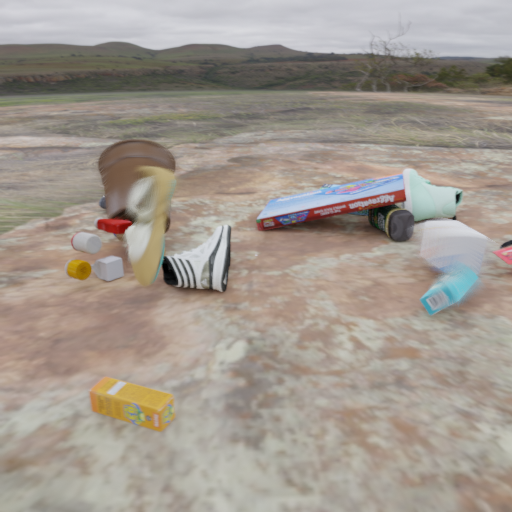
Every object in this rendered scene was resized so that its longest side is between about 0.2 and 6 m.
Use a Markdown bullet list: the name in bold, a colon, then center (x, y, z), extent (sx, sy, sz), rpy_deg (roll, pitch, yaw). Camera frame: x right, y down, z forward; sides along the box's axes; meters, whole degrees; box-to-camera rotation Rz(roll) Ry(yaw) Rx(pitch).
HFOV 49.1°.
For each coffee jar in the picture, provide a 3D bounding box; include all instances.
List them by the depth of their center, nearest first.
- **coffee jar**: center (3.054, -0.832, 12.700), extent (0.584, 0.714, 1.369), rpy_deg (-7, 21, -12)

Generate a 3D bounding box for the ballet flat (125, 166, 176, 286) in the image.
- **ballet flat**: center (-1.839, -0.534, 9.216), extent (0.694, 2.023, 0.638), rpy_deg (-11, -26, 42)

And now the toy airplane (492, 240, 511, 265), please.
- **toy airplane**: center (5.773, 0.134, 10.557), extent (2.480, 0.456, 2.480), rpy_deg (1, 21, 0)

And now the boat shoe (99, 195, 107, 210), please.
- **boat shoe**: center (-3.497, -1.648, 14.959), extent (0.648, 0.685, 1.911), rpy_deg (8, 30, 17)

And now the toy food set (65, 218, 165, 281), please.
- **toy food set**: center (-2.827, -0.174, 10.652), extent (0.933, 0.990, 2.073), rpy_deg (11, 22, 39)

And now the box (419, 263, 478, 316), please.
- **box**: center (3.190, 0.533, 9.232), extent (0.540, 0.323, 1.312), rpy_deg (-38, -8, 36)

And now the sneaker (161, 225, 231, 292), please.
- **sneaker**: center (-1.114, -0.051, 10.520), extent (1.254, 0.822, 2.179), rpy_deg (2, 23, 0)

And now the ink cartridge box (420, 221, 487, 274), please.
- **ink cartridge box**: center (3.615, -0.173, 10.357), extent (0.707, 0.720, 0.978), rpy_deg (0, 20, -13)

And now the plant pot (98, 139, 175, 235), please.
- **plant pot**: center (-2.491, -1.290, 11.803), extent (1.661, 1.661, 1.644), rpy_deg (-3, 57, -9)

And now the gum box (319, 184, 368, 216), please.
- **gum box**: center (2.490, -1.505, 14.865), extent (1.755, 0.391, 1.491), rpy_deg (7, 22, 19)

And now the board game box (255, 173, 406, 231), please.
- **board game box**: center (1.792, -1.295, 13.239), extent (3.391, 0.330, 1.746), rpy_deg (-10, 19, 17)

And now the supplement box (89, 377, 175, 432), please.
- **supplement box**: center (-1.461, 1.737, 6.600), extent (0.995, 0.331, 0.342), rpy_deg (7, 23, 20)

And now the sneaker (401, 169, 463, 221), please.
- **sneaker**: center (4.434, -1.537, 14.218), extent (1.441, 0.899, 2.442), rpy_deg (-1, 30, 13)
